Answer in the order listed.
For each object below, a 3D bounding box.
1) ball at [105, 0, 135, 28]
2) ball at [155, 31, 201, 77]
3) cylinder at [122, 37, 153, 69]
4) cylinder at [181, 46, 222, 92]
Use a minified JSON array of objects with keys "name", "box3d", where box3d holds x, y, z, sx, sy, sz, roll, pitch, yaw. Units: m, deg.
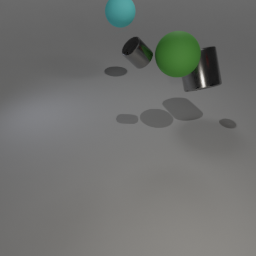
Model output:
[{"name":"ball","box3d":[-0.357,-5.348,12.852,1.400,1.400,1.400,0,33,0]},{"name":"ball","box3d":[1.541,-2.284,8.716,1.400,1.400,1.400,0,33,0]},{"name":"cylinder","box3d":[0.288,-2.293,8.555,0.700,0.700,0.700,-25,48,32]},{"name":"cylinder","box3d":[2.667,-2.173,10.428,1.400,1.400,1.400,-12,8,2]}]
